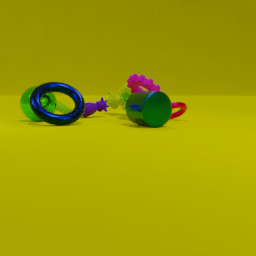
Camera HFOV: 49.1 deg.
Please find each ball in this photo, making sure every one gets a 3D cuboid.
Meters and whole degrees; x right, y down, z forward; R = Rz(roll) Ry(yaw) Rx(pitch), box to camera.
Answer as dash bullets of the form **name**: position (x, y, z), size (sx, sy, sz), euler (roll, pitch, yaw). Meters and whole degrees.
- **ball**: position (-3.242, -0.886, 10.182), size (1.291, 1.291, 1.291), euler (0, 7, 0)

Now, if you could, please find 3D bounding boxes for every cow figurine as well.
- **cow figurine**: position (-1.458, -0.857, 11.744), size (1.212, 0.676, 1.231), euler (-17, 2, 9)
- **cow figurine**: position (-0.291, -1.529, 13.107), size (0.932, 1.699, 1.671), euler (37, 18, -24)

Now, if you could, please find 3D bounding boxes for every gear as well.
- **gear**: position (0.626, -1.430, 10.431), size (1.450, 0.268, 1.450), euler (30, -17, 10)

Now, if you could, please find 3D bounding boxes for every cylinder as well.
- **cylinder**: position (0.630, -0.603, 8.722), size (1.083, 1.083, 1.083), euler (-4, 8, -29)

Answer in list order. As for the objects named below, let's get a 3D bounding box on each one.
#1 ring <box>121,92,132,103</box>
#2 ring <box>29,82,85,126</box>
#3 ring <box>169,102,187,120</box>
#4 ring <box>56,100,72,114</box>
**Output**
- **ring**: position (0.644, -0.950, 11.472), size (1.993, 0.399, 1.993), euler (25, 11, -5)
- **ring**: position (-2.309, -0.835, 9.255), size (1.810, 1.810, 0.362), euler (-3, -36, -25)
- **ring**: position (1.648, -0.626, 10.411), size (1.123, 0.225, 1.123), euler (-11, -23, -5)
- **ring**: position (-3.205, -1.053, 12.204), size (1.723, 0.345, 1.723), euler (28, 0, 0)
